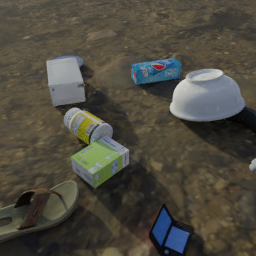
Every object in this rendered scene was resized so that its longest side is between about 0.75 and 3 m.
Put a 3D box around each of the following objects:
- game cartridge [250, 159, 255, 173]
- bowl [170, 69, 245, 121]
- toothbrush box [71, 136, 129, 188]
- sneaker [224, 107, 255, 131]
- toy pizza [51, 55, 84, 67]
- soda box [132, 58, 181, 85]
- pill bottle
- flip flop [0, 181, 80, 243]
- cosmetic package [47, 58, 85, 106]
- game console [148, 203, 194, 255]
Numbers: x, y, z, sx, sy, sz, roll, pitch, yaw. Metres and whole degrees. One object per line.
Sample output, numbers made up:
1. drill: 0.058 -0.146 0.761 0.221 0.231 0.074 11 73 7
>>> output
1. game cartridge: 4.974 0.969 8.236 2.237 1.489 0.457 -1 63 0
2. bowl: 3.030 -1.480 11.001 2.929 1.316 2.929 -10 27 5
3. toothbrush box: -0.857 1.021 8.822 1.090 0.644 1.497 29 47 33
4. sneaker: 4.219 -0.474 10.847 0.942 0.842 2.301 -37 48 -2
5. toy pizza: -3.276 -3.372 14.834 1.869 0.296 1.869 -1 39 1
6. soda box: 1.369 -2.769 13.638 2.309 0.783 0.741 -12 39 -15
7. pill bottle: -1.447 -0.031 9.939 1.698 0.971 0.971 31 47 33
8. flip flop: -2.592 2.081 7.306 2.819 0.811 1.143 -16 40 -19
9. cosmetic package: -2.837 -2.159 12.650 1.471 1.058 2.607 -9 40 -11
10. game console: 1.083 2.548 6.855 0.913 0.629 1.059 17 41 21
